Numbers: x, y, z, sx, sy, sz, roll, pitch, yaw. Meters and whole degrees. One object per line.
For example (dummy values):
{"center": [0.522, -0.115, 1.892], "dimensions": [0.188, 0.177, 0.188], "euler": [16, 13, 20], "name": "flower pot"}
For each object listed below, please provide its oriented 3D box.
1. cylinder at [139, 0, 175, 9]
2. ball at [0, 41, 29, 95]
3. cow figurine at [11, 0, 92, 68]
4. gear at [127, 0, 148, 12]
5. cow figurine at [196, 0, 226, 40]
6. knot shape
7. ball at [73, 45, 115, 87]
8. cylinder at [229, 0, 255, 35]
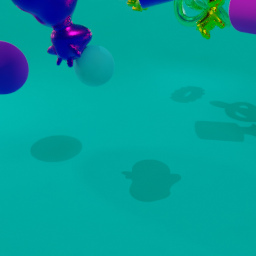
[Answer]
{"center": [0.763, -3.618, 6.806], "dimensions": [1.109, 1.109, 1.109], "euler": [-9, 29, 14], "name": "cylinder"}
{"center": [-3.113, -1.467, 6.861], "dimensions": [1.295, 1.295, 1.295], "euler": [0, 31, 0], "name": "ball"}
{"center": [-1.376, -2.031, 4.996], "dimensions": [0.949, 1.702, 1.729], "euler": [16, 9, 36], "name": "cow figurine"}
{"center": [0.453, -4.777, 9.247], "dimensions": [0.314, 1.697, 1.697], "euler": [20, 37, 25], "name": "gear"}
{"center": [2.108, -2.927, 7.223], "dimensions": [0.538, 0.980, 0.965], "euler": [-11, 70, -57], "name": "cow figurine"}
{"center": [2.372, -3.608, 8.318], "dimensions": [1.824, 0.901, 1.949], "euler": [29, -13, -18], "name": "knot shape"}
{"center": [-0.708, -1.297, 5.877], "dimensions": [0.861, 0.861, 0.861], "euler": [0, 31, 0], "name": "ball"}
{"center": [2.883, -2.484, 5.748], "dimensions": [1.122, 1.122, 1.122], "euler": [-13, 29, -21], "name": "cylinder"}
